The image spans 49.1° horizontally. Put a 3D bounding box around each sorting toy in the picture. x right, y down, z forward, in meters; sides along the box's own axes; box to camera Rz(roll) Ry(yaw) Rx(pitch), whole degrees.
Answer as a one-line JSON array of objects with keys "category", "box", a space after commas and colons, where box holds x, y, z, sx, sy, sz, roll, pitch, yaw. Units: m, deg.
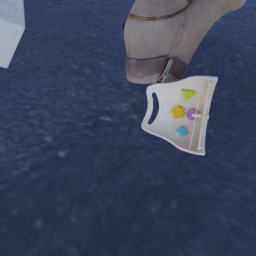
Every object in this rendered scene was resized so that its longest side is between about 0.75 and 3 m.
[{"category": "sorting toy", "box": [0.822, -0.280, 4.779, 1.126, 1.250, 0.668, 10, 5, 9]}]

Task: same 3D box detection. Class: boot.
[{"category": "boot", "box": [1.078, -1.776, 5.275, 2.924, 2.138, 1.027, -3, 24, -41]}]

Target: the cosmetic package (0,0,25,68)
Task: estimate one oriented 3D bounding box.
[{"category": "cosmetic package", "box": [-2.829, -2.580, 5.168, 1.499, 1.078, 2.657, 12, 49, -36]}]
